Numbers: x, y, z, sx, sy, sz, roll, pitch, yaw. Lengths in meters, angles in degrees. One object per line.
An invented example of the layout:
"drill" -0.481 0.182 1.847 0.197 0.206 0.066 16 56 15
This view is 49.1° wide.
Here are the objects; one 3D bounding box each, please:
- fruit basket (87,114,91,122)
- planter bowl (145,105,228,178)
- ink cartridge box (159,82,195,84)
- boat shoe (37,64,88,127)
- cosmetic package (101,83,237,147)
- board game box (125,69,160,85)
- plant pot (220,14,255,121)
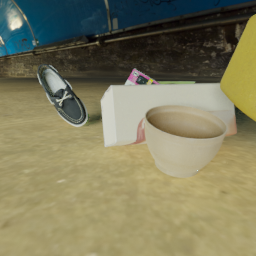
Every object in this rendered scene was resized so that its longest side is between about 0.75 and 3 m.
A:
"fruit basket" -1.813 -0.436 9.469 0.902 0.423 0.835 17 8 12
"planter bowl" 0.974 0.285 5.116 1.441 0.970 1.441 4 25 -2
"ink cartridge box" 1.436 -1.141 10.758 1.663 0.548 2.285 -2 -10 -9
"boat shoe" -2.068 -1.008 8.581 0.861 2.278 0.687 -41 -16 -5
"cosmetic package" 0.883 -0.281 6.576 2.819 1.230 1.457 -3 -6 -13
"board game box" 0.538 -0.893 8.052 1.433 1.057 0.461 30 11 -2
"plant pot" 3.120 -0.820 4.838 2.435 2.380 2.365 28 9 38
